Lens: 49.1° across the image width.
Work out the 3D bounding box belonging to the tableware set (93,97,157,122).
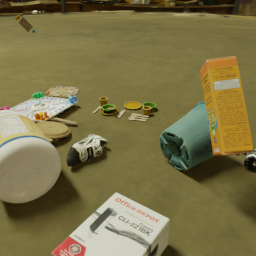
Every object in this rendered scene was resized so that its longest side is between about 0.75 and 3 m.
[{"bbox_3d":[-0.137,-1.025,13.141,2.749,0.422,1.852,10,30,18],"label":"tableware set"}]

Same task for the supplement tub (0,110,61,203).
[{"bbox_3d":[-3.382,0.710,8.379,1.970,1.970,2.724,-18,33,-29],"label":"supplement tub"}]

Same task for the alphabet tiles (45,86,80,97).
[{"bbox_3d":[-3.563,-1.997,15.269,1.689,0.053,1.406,4,29,7],"label":"alphabet tiles"}]

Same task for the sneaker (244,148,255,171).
[{"bbox_3d":[4.935,1.028,9.105,2.177,0.724,0.985,8,33,18],"label":"sneaker"}]

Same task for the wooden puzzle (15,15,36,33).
[{"bbox_3d":[-3.814,-3.880,10.463,0.556,0.825,0.096,-9,41,45],"label":"wooden puzzle"}]

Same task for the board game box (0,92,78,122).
[{"bbox_3d":[-4.092,-1.055,12.973,2.615,0.338,2.615,9,28,25],"label":"board game box"}]

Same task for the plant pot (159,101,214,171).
[{"bbox_3d":[2.202,0.346,9.333,1.905,1.945,1.945,-26,38,-27],"label":"plant pot"}]

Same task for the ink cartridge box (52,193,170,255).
[{"bbox_3d":[-0.277,2.595,6.079,1.558,0.904,2.159,19,34,30],"label":"ink cartridge box"}]

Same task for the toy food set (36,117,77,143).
[{"bbox_3d":[-3.112,0.173,11.048,1.664,0.484,2.410,13,20,12],"label":"toy food set"}]

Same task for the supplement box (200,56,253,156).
[{"bbox_3d":[2.505,-0.520,7.236,0.843,2.450,0.815,-9,-9,0],"label":"supplement box"}]

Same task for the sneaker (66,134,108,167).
[{"bbox_3d":[-1.345,0.759,9.629,0.818,0.685,1.848,12,32,25],"label":"sneaker"}]
